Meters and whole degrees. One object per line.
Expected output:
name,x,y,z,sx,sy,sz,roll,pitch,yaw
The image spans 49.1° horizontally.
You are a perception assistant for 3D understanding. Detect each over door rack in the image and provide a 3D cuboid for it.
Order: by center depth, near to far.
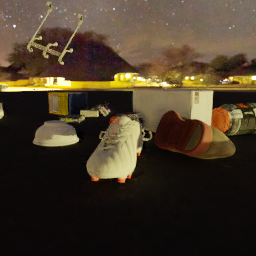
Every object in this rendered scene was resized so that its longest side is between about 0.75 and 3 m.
over door rack,-0.067,0.127,7.394,1.153,0.384,0.852,-5,10,-27
over door rack,-2.843,-3.706,11.137,1.549,2.097,0.698,23,-5,5

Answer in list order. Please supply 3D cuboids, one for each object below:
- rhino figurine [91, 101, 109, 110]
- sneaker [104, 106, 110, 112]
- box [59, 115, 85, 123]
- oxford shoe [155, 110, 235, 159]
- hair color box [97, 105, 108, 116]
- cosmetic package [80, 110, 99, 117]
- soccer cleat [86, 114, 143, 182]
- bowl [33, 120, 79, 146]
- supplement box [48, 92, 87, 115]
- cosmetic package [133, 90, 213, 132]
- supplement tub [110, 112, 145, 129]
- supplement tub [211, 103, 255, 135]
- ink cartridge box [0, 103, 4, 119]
rhino figurine,-1.368,-1.058,13.939,1.021,0.305,0.447,-26,15,-4
sneaker,-1.150,-0.993,14.175,0.338,0.372,0.841,-3,11,-23
box,-2.155,-0.368,10.888,0.756,0.209,0.944,1,10,4
oxford shoe,1.308,0.225,6.118,0.939,0.885,2.512,21,6,-16
hair color box,-1.162,-0.791,12.696,0.242,0.395,0.799,-40,18,-8
cosmetic package,-1.702,-0.655,12.408,0.765,0.280,0.396,1,9,2
soccer cleat,-0.173,0.270,4.948,0.796,0.892,2.298,2,10,11
bowl,-1.851,0.093,7.187,1.154,0.518,1.154,-1,9,0
supplement box,-2.873,-1.185,13.318,1.870,1.018,1.024,9,13,44
cosmetic package,1.229,-0.508,8.409,0.954,1.310,2.577,-7,12,-36
supplement tub,-0.025,-0.155,8.343,0.612,0.612,0.999,9,13,43
supplement tub,3.148,-0.258,8.090,1.479,0.906,0.906,-4,10,-24
ink cartridge box,-6.241,-0.496,11.333,1.881,0.585,2.338,-6,-6,-33
